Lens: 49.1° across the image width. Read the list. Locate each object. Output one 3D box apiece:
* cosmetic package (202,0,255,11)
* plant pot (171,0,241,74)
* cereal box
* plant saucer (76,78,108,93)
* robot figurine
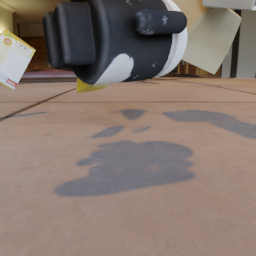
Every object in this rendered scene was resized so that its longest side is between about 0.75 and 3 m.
[{"bbox_3d":[3.005,-3.496,7.044,1.293,0.929,2.291,-9,26,-15],"label":"cosmetic package"},{"bbox_3d":[2.396,-3.448,9.435,2.157,1.910,2.155,14,38,-35],"label":"plant pot"},{"bbox_3d":[-4.295,-2.433,10.074,0.347,1.758,1.265,9,-20,47],"label":"cereal box"},{"bbox_3d":[-0.799,-1.676,7.347,0.361,1.489,1.489,11,15,18],"label":"plant saucer"},{"bbox_3d":[-0.134,-1.666,5.087,2.616,1.632,1.966,-12,49,-34],"label":"robot figurine"}]
